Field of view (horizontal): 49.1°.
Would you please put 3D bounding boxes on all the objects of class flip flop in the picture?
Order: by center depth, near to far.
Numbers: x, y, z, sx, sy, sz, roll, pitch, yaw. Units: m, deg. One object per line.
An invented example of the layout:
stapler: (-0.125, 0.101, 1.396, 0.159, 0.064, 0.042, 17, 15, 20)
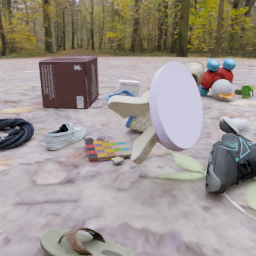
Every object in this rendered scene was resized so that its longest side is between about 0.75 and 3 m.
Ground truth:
flip flop: (-0.634, 1.768, 4.282, 1.512, 0.435, 0.613, 7, 19, 22)

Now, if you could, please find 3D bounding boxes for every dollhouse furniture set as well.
dollhouse furniture set: (6.725, -1.988, 16.170, 0.870, 0.672, 1.741, -4, -2, 12)

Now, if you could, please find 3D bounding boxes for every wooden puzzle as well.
wooden puzzle: (-0.598, 0.636, 8.247, 1.231, 0.146, 2.076, -4, 18, -12)

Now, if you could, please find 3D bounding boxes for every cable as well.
cable: (-4.538, -0.015, 9.299, 2.394, 0.745, 2.934, -13, 21, -35)

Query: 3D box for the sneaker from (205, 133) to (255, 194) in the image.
sneaker: (2.533, 0.750, 6.506, 1.079, 1.027, 2.723, 13, 23, 27)

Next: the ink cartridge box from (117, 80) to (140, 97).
ink cartridge box: (-0.012, -1.546, 12.981, 0.930, 1.284, 0.539, 3, 19, -11)

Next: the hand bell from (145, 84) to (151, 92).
hand bell: (1.508, -0.801, 11.603, 1.414, 1.414, 2.716, -1, 31, -3)

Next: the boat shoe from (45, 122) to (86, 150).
boat shoe: (-1.955, 0.153, 8.946, 0.616, 0.629, 1.765, 9, 20, 26)

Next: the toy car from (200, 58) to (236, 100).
toy car: (5.156, -2.279, 15.249, 2.017, 2.102, 2.281, -6, 48, -18)

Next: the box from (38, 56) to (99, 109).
box: (-2.836, -2.394, 14.147, 2.246, 2.269, 2.736, 2, 18, 6)

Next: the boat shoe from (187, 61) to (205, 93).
boat shoe: (2.598, -1.553, 11.843, 0.946, 2.622, 0.852, 18, 54, 12)

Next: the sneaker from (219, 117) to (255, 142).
sneaker: (3.251, -0.063, 8.346, 1.439, 0.627, 0.536, 24, -7, -31)

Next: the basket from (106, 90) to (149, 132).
basket: (0.340, -0.708, 10.042, 1.992, 1.385, 1.756, 37, 27, 10)

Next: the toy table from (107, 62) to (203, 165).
toy table: (0.698, -0.291, 6.061, 1.268, 1.991, 2.165, -30, 24, 42)
